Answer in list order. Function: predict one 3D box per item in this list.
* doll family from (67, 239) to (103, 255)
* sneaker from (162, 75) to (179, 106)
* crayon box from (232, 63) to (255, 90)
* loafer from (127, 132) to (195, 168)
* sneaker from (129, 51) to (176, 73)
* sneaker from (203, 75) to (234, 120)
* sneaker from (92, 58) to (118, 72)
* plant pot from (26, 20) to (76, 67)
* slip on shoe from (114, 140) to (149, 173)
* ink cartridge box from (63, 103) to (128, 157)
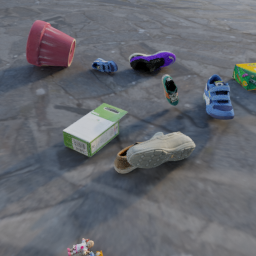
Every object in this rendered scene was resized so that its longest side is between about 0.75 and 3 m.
[{"bbox_3d":[-0.773,2.596,5.359,0.630,0.457,1.014,-16,20,-11],"label":"doll family"},{"bbox_3d":[1.547,-1.255,9.966,0.454,1.273,0.509,-26,33,2],"label":"sneaker"},{"bbox_3d":[5.836,-2.251,11.964,2.219,0.646,1.318,-6,35,-8],"label":"crayon box"},{"bbox_3d":[0.841,0.533,7.600,2.287,0.800,0.798,-4,44,-39],"label":"loafer"},{"bbox_3d":[1.176,-2.960,13.003,2.203,0.766,1.095,-5,42,-1],"label":"sneaker"},{"bbox_3d":[3.142,-1.083,9.780,0.827,0.920,2.236,2,36,-2],"label":"sneaker"},{"bbox_3d":[-1.077,-2.842,12.973,1.426,0.527,0.587,19,42,35],"label":"sneaker"},{"bbox_3d":[-3.539,-3.796,13.201,1.856,2.074,2.074,15,35,-5],"label":"plant pot"},{"bbox_3d":[0.364,0.645,7.937,1.790,0.542,0.681,-23,41,-29],"label":"slip on shoe"},{"bbox_3d":[-0.959,0.006,8.803,1.033,0.590,1.990,21,40,27],"label":"ink cartridge box"}]
